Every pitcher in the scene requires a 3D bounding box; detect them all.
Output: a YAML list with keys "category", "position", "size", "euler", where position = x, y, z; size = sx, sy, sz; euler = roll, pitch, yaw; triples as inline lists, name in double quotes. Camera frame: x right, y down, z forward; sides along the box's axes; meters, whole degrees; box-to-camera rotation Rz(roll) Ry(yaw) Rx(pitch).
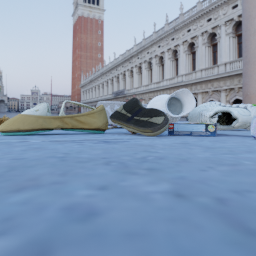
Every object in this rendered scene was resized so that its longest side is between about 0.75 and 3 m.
- category: "pitcher"
  position: [1.127, -0.513, 9.416]
  size: [1.651, 1.166, 1.924]
  euler: [-25, 0, -18]

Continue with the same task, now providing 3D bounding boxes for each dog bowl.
- category: "dog bowl"
  position: [0.038, -0.553, 11.531]
  size: [2.986, 0.876, 2.986]
  euler: [5, 2, 0]

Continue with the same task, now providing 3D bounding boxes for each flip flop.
- category: "flip flop"
  position: [0.251, -0.159, 6.258]
  size: [0.842, 0.598, 2.078]
  euler: [-41, 30, -14]

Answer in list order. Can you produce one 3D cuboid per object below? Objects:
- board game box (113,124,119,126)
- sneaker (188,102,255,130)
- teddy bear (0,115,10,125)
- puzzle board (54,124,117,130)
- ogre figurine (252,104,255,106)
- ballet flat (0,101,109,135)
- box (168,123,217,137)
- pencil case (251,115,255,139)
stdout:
- category: "board game box"
  position: [-0.567, -0.342, 15.172]
  size: [0.836, 0.431, 0.439]
  euler: [-1, 2, -26]
- category: "sneaker"
  position: [2.811, -0.351, 9.001]
  size: [1.036, 0.961, 2.557]
  euler: [-11, 7, -33]
- category: "teddy bear"
  position: [-4.422, -0.300, 8.236]
  size: [1.714, 0.789, 2.364]
  euler: [2, 2, 10]
- category: "puzzle board"
  position: [-1.672, -0.096, 10.171]
  size: [2.204, 0.254, 2.924]
  euler: [0, 2, 6]
- category: "ogre figurine"
  position: [4.903, -0.385, 10.740]
  size: [1.843, 0.904, 1.105]
  euler: [-17, 26, -23]
- category: "ballet flat"
  position: [-1.616, -0.236, 6.300]
  size: [2.404, 0.758, 0.825]
  euler: [-1, 2, -24]
- category: "box"
  position: [1.467, 0.015, 6.171]
  size: [0.947, 0.261, 1.387]
  euler: [1, 2, 18]
- category: "pencil case"
  position: [2.574, -0.016, 4.631]
  size: [1.014, 0.421, 0.460]
  euler: [-1, 13, -9]
